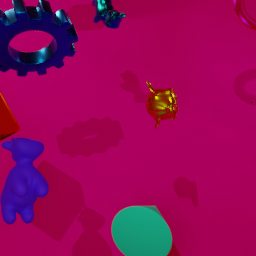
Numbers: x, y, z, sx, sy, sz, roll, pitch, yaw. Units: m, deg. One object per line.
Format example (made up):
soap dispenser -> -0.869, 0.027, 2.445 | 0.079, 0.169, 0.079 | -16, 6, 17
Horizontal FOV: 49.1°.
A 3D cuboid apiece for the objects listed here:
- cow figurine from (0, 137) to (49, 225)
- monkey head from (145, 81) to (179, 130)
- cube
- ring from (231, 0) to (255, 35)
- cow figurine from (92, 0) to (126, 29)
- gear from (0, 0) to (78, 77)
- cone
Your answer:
cow figurine -> -1.993, 0.894, 5.241 | 1.367, 0.762, 1.389 | 45, 113, 44
monkey head -> 0.654, -0.404, 5.474 | 0.643, 1.068, 0.768 | -7, 28, 11
cube -> -3.154, -0.234, 5.389 | 1.289, 1.289, 1.289 | -38, 117, -36
ring -> 3.441, -3.165, 7.023 | 1.667, 0.333, 1.667 | 0, 94, 3
cow figurine -> -0.509, -3.008, 7.164 | 0.564, 1.011, 1.027 | -6, 89, -35
gear -> -2.098, -1.872, 6.111 | 1.953, 1.953, 0.361 | -18, 68, -6
cone -> 0.412, 1.829, 5.590 | 1.140, 1.144, 1.140 | 4, 104, 18
